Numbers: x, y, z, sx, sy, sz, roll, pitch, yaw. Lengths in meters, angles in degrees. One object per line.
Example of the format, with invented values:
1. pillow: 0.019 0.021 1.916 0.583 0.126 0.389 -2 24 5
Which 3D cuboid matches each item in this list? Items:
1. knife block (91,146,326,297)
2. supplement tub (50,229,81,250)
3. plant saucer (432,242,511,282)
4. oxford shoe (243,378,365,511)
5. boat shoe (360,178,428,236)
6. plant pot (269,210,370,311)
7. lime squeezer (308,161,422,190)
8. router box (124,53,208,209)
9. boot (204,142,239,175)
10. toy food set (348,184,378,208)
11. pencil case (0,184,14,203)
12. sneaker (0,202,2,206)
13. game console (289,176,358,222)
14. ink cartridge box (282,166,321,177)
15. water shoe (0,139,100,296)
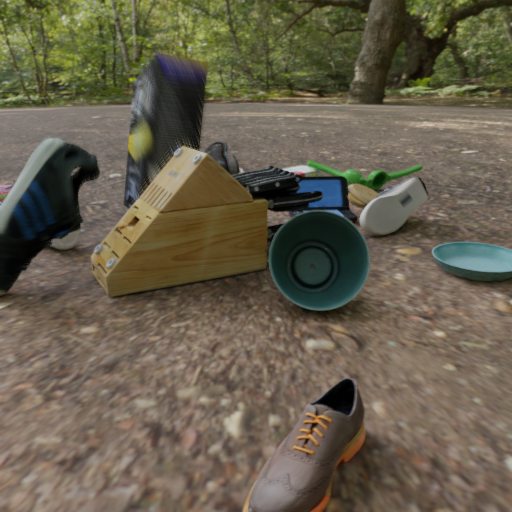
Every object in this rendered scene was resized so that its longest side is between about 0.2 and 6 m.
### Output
1. knife block: -0.614 -0.234 10.903 4.030 3.538 1.289 -51 32 -5
2. supplement tub: -4.441 -0.583 12.173 1.136 0.750 0.750 15 24 36
3. plant saucer: 4.270 0.134 10.805 1.711 0.307 1.711 -1 20 0
4. oxford shoe: 0.482 1.838 5.394 0.705 0.720 1.976 11 22 28
5. boat shoe: 3.108 -1.066 13.661 2.443 0.912 1.133 -29 3 -34
6. plant pot: 0.991 0.133 9.315 1.597 1.597 1.070 0 -8 0
7. lime squeezer: 3.422 -2.456 17.458 3.608 0.680 1.274 2 23 4
8. router box: -2.229 -2.565 12.906 1.070 3.220 4.096 4 8 -19
9. boot: -2.260 -2.996 18.343 2.894 1.151 3.324 -5 23 -16
10. toy food set: 2.943 -1.509 14.840 1.177 0.289 1.190 22 27 -11
11. pencil case: -7.092 -1.632 15.187 1.605 0.702 0.702 -5 20 -11
12. sneaker: -5.876 -0.909 13.283 1.810 0.728 0.800 0 26 12
13. game console: 1.665 -1.438 14.234 1.615 0.958 1.392 -2 18 -6
14. ink cartridge box: 1.408 -2.539 17.992 0.889 0.511 1.224 17 26 39
15. water shoe: -3.750 -0.671 9.900 1.218 3.086 1.103 18 -18 -2
